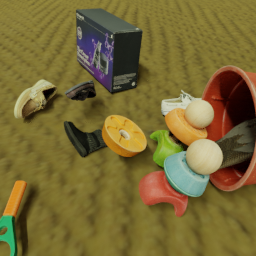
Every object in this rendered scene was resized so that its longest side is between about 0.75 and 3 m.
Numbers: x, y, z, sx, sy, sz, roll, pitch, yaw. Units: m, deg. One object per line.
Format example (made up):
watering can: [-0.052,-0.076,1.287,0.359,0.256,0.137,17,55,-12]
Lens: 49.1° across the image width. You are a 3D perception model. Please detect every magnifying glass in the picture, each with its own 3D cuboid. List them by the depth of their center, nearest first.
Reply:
magnifying glass: [-2.291,1.860,5.239,0.762,0.214,1.914,-2,49,7]

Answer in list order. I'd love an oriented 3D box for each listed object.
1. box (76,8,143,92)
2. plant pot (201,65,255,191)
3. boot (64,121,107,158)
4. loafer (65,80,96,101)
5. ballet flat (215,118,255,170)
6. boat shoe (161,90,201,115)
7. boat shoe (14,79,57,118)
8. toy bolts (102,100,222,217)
box: [-0.802,-2.892,10.081,1.152,2.063,2.923,-14,39,-30]
plant pot: [3.172,0.013,6.018,2.497,2.567,2.567,0,38,-9]
boot: [-1.112,0.161,7.377,0.832,0.419,1.113,-30,83,-28]
loafer: [-1.235,-1.002,7.885,0.577,0.506,1.606,-26,9,17]
ballet flat: [2.227,0.484,5.930,2.346,0.544,0.790,-31,43,30]
boat shoe: [1.693,-0.831,8.415,1.450,0.618,0.536,-9,26,-4]
boat shoe: [-2.761,-0.888,8.511,0.599,0.668,1.804,17,44,8]
toy bolts: [0.847,0.284,5.853,2.362,1.715,2.473,22,35,-24]
